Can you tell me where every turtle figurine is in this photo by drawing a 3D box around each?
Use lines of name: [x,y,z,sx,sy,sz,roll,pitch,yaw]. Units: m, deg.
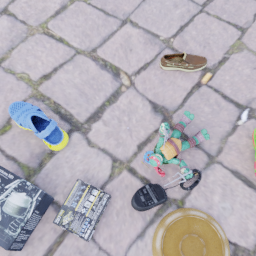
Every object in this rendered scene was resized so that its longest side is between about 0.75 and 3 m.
turtle figurine: [1.649,0.677,10.134,2.794,1.407,2.092,-39,105,-29]

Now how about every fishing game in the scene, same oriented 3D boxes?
fishing game: [0.870,1.115,10.678,0.779,0.121,0.557,-41,75,-16]

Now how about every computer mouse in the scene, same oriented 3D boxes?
computer mouse: [1.424,2.229,10.085,2.860,0.487,0.838,-19,56,-14]

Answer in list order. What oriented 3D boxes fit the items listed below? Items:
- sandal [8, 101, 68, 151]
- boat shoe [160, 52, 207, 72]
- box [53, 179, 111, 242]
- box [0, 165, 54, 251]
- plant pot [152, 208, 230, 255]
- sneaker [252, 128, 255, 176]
sandal: [-3.489,-0.273,10.704,2.746,1.196,1.092,30,72,14]
boat shoe: [2.433,-2.883,12.035,2.077,0.768,0.767,-5,67,-2]
box: [-1.568,2.834,9.756,1.390,0.424,1.725,24,67,9]
box: [-3.988,2.669,9.396,2.056,1.274,2.021,26,67,11]
plant pot: [2.118,3.987,9.312,2.638,0.363,2.638,0,66,0]
sneaker: [5.231,1.034,10.261,1.046,0.959,2.498,4,68,6]
